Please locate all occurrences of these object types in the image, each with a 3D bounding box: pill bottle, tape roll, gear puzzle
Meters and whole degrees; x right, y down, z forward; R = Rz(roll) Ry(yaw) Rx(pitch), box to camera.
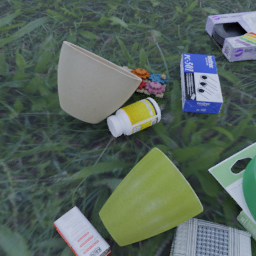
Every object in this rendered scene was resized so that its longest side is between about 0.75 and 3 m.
[{"bbox_3d":[0.165,-0.294,8.403,1.480,0.832,0.832,-23,52,-19],"label":"pill bottle"},{"bbox_3d":[4.072,1.514,6.246,2.833,0.681,2.833,5,49,-5],"label":"tape roll"},{"bbox_3d":[0.005,-1.882,9.825,2.813,0.368,1.457,15,40,6],"label":"gear puzzle"}]

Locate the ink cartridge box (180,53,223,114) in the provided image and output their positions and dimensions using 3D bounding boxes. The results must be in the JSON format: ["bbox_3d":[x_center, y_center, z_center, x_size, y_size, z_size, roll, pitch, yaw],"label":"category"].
[{"bbox_3d":[2.485,-1.622,9.756,1.200,0.565,2.553,4,49,3],"label":"ink cartridge box"}]

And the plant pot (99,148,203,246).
[{"bbox_3d":[0.365,1.694,6.273,1.877,1.756,1.756,-36,56,-6],"label":"plant pot"}]

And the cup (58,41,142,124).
[{"bbox_3d":[-1.068,-1.189,8.326,2.480,1.773,2.480,25,13,-6],"label":"cup"}]

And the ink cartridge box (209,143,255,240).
[{"bbox_3d":[3.355,1.684,6.820,1.769,0.583,2.431,-24,53,-20],"label":"ink cartridge box"}]

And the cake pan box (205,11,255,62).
[{"bbox_3d":[4.937,-3.875,11.653,2.854,0.746,2.628,-7,47,-6],"label":"cake pan box"}]

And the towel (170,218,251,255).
[{"bbox_3d":[1.756,2.850,5.981,1.720,0.309,1.787,12,50,10],"label":"towel"}]

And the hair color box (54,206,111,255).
[{"bbox_3d":[-1.034,2.449,6.279,0.643,0.388,1.266,-33,56,-26],"label":"hair color box"}]
